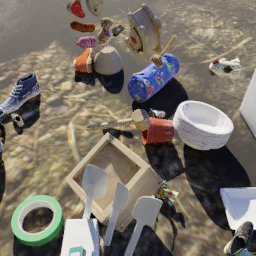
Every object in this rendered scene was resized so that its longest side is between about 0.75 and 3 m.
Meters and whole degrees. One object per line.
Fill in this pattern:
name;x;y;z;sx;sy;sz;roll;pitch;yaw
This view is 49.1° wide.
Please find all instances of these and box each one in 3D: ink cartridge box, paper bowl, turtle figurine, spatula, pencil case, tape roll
ink cartridge box;-1.091;3.379;6.264;0.758;1.309;2.253;0;46;0
paper bowl;2.486;-0.012;9.581;1.940;1.009;1.940;11;34;-7
turtle figurine;0.967;1.892;8.118;0.880;0.908;0.653;27;65;12
spatula;-0.364;2.067;6.538;1.824;2.623;0.211;22;40;9
pencil case;1.077;-2.193;11.776;1.065;1.185;2.730;2;35;46
tape roll;-2.497;2.539;7.774;1.355;0.326;1.355;0;45;0

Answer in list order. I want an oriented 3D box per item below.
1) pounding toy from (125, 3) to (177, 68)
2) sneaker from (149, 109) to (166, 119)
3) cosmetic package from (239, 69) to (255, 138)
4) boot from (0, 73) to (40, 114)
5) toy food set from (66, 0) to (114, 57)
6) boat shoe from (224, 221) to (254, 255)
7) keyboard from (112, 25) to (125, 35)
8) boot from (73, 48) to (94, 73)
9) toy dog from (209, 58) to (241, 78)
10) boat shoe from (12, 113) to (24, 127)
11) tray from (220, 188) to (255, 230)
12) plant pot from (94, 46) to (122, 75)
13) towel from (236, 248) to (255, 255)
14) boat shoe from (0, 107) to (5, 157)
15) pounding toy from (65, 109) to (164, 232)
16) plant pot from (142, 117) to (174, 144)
pounding toy;0.632;-2.726;8.160;1.147;1.999;1.143;-37;63;-11
sneaker;1.185;-0.485;10.512;0.600;0.390;1.039;2;21;-11
cosmetic package;5.240;-0.714;9.373;1.559;2.528;2.536;-4;46;-4
boot;-4.432;-1.437;11.226;0.713;0.886;1.961;26;51;23
toy food set;-1.337;-3.739;10.205;1.694;2.664;0.420;-40;57;-3
boat shoe;2.919;2.858;7.179;0.423;0.374;1.154;38;68;14
keyboard;-0.604;-5.488;15.708;0.498;0.190;0.957;36;51;1
boot;-2.084;-3.291;13.223;0.955;0.668;1.781;-1;47;6
toy dog;2.936;-1.801;8.604;0.886;0.619;0.859;6;32;-2
boat shoe;-4.194;-0.372;10.623;0.292;0.274;0.791;-32;54;-27
tray;3.956;2.320;8.022;2.431;0.270;1.305;-1;47;-1
plant pot;-0.942;-3.240;12.961;1.363;0.915;1.363;0;45;0
towel;3.066;3.507;6.976;1.045;0.122;0.797;30;54;26
boat shoe;-4.703;0.366;9.533;1.333;1.039;2.937;31;31;-11
pounding toy;-0.219;0.897;8.030;2.904;1.329;2.552;-48;51;-7
plant pot;1.050;0.089;9.777;0.967;0.995;0.995;2;45;-10
